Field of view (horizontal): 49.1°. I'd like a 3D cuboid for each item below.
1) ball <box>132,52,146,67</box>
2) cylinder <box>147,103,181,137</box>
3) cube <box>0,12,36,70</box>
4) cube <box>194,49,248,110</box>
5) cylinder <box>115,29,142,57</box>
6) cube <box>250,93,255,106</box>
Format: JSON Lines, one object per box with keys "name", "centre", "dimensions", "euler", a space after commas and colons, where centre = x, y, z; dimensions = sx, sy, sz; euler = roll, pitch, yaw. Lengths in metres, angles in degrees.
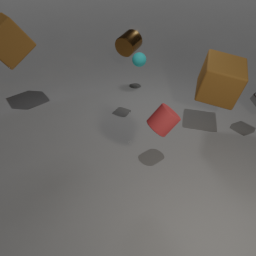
{"name": "ball", "centre": [0.557, -3.392, 13.906], "dimensions": [0.700, 0.700, 0.700], "euler": [0, 31, 0]}
{"name": "cylinder", "centre": [1.006, -0.224, 7.936], "dimensions": [0.700, 0.700, 0.700], "euler": [37, 17, -14]}
{"name": "cube", "centre": [-4.730, -3.389, 10.905], "dimensions": [1.400, 1.400, 1.400], "euler": [-47, 44, -4]}
{"name": "cube", "centre": [3.328, -1.740, 10.070], "dimensions": [1.400, 1.400, 1.400], "euler": [16, 48, 4]}
{"name": "cylinder", "centre": [0.025, -2.871, 9.467], "dimensions": [0.700, 0.700, 0.700], "euler": [17, 48, 26]}
{"name": "cube", "centre": [4.916, -1.045, 9.991], "dimensions": [0.700, 0.700, 0.700], "euler": [-33, 77, 7]}
